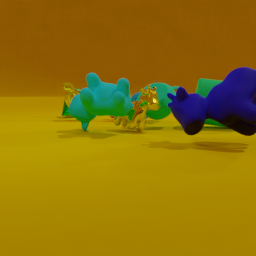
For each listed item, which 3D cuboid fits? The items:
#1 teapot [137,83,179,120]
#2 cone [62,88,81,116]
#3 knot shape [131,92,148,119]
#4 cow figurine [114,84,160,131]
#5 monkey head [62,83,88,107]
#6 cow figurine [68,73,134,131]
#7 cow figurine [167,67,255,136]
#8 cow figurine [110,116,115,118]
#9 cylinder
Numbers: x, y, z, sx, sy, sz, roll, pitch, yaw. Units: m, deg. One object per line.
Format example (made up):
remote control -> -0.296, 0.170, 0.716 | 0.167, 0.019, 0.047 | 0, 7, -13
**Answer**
teapot -> 0.775, -0.661, 7.857 | 1.762, 0.863, 1.095 | -31, 49, -3
cone -> -2.299, -0.767, 11.154 | 1.239, 1.239, 1.243 | 3, 30, 23
knot shape -> 0.646, -0.760, 9.293 | 1.476, 0.729, 1.577 | -19, -24, -29
cow figurine -> 0.228, -0.526, 7.055 | 1.193, 1.174, 0.655 | 16, 4, 42
monkey head -> -1.659, -1.073, 9.987 | 1.127, 1.567, 0.944 | -41, 13, -1
cow figurine -> -0.662, -0.547, 6.747 | 1.654, 0.908, 1.628 | 10, -30, 10
cow figurine -> 1.688, -0.530, 5.172 | 1.667, 1.694, 0.930 | 29, -17, 23
cow figurine -> -0.235, -0.773, 10.068 | 1.199, 0.658, 1.180 | -29, 5, -19
cylinder -> 2.502, -0.682, 7.767 | 1.250, 1.250, 1.250 | 8, 8, 10
